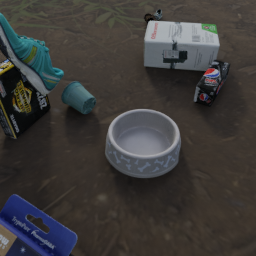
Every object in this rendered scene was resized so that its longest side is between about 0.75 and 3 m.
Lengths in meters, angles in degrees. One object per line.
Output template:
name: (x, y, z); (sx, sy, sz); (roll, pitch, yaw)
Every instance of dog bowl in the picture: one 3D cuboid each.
dog bowl: (0.443, 0.321, 8.027); (2.276, 0.667, 2.276); (1, 43, -1)

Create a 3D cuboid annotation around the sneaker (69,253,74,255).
sneaker: (-1.377, 2.674, 5.204); (2.491, 1.032, 0.893); (19, 46, 19)

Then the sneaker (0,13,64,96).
sneaker: (-2.242, -1.688, 6.261); (0.878, 2.204, 0.854); (-43, 54, -8)

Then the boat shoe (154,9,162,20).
boat shoe: (1.502, -6.020, 15.053); (0.463, 0.393, 1.272); (20, 47, 19)

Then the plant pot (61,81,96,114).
plant pot: (-1.585, -0.961, 9.324); (0.870, 0.889, 0.889); (36, 53, 23)

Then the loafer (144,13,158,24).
loafer: (1.181, -5.516, 14.292); (0.514, 0.526, 1.441); (16, 29, -41)

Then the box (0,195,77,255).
box: (-2.302, 2.725, 4.690); (1.763, 0.472, 2.911); (23, 73, 23)

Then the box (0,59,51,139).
box: (-3.234, -1.013, 8.374); (0.527, 2.135, 1.705); (16, 44, 20)

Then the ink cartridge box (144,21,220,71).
ink cartridge box: (2.169, -3.462, 11.696); (2.878, 1.196, 2.110); (7, 43, 7)

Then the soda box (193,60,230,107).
soda box: (3.055, -1.662, 10.101); (0.651, 0.727, 2.055); (21, 47, 21)
